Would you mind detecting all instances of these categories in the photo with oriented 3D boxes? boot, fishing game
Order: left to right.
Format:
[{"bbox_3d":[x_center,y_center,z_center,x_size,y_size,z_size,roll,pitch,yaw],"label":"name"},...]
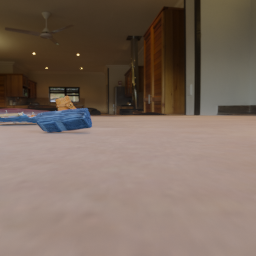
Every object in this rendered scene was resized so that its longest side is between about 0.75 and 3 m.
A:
[{"bbox_3d":[-3.484,-0.377,9.061,1.802,0.391,2.516,-2,-3,4],"label":"fishing game"},{"bbox_3d":[-1.962,-0.683,9.748,1.164,0.904,0.446,-22,-1,-43],"label":"boot"}]

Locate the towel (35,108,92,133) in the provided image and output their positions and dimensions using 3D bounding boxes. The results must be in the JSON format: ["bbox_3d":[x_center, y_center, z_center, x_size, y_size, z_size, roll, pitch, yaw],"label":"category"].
[{"bbox_3d":[-1.190,-0.114,5.278,0.976,0.237,0.545,-7,-31,4],"label":"towel"}]
